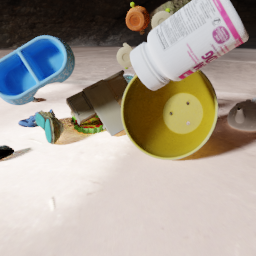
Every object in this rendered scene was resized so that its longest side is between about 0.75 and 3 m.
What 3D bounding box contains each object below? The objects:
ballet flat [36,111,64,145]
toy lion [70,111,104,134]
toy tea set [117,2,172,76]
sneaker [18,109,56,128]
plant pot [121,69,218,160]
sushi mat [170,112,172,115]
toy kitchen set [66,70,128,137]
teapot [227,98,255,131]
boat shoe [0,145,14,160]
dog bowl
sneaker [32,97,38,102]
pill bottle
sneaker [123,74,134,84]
[{"bbox_3d":[-2.669,-0.070,9.906,0.789,0.789,2.232,-11,26,-27],"label":"ballet flat"},{"bbox_3d":[-1.399,-0.256,10.852,1.637,0.562,1.569,-16,33,-36],"label":"toy lion"},{"bbox_3d":[0.507,-2.755,9.366,1.591,2.676,0.990,18,28,2],"label":"toy tea set"},{"bbox_3d":[-3.553,-0.390,10.961,1.465,0.603,0.542,-12,25,-22],"label":"sneaker"},{"bbox_3d":[1.498,-0.518,8.817,2.847,2.847,2.021,10,5,25],"label":"plant pot"},{"bbox_3d":[0.985,-0.368,11.519,1.204,0.152,2.516,9,22,22],"label":"sushi mat"},{"bbox_3d":[-0.844,-0.520,11.015,2.452,2.001,2.212,-30,-8,-18],"label":"toy kitchen set"},{"bbox_3d":[4.605,-0.596,10.827,1.450,1.073,1.469,-1,20,-2],"label":"teapot"},{"bbox_3d":[-3.911,0.772,8.120,0.388,0.431,1.220,12,22,34],"label":"boat shoe"},{"bbox_3d":[-2.839,-1.727,8.255,2.625,1.463,0.651,-32,3,-2],"label":"dog bowl"},{"bbox_3d":[-4.991,-1.506,14.375,0.931,0.356,0.375,25,22,38],"label":"sneaker"},{"bbox_3d":[1.177,-1.734,5.738,2.149,1.218,1.218,-30,7,28],"label":"pill bottle"},{"bbox_3d":[0.384,-2.384,15.716,2.754,1.068,1.256,6,25,19],"label":"sneaker"}]
